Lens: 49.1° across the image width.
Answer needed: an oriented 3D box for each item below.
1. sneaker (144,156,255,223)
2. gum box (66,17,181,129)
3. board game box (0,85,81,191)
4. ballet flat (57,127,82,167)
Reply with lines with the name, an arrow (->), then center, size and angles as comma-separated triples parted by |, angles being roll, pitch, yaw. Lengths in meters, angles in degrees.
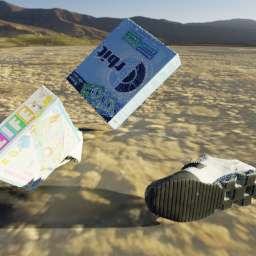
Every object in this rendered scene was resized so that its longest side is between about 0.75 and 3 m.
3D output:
sneaker -> 1.158, 0.909, 4.606 | 2.113, 0.783, 0.935 | -2, 23, -20
gum box -> -0.211, -1.724, 8.566 | 2.351, 2.767, 0.616 | 45, 0, 28
board game box -> -1.454, 0.297, 4.464 | 0.336, 1.965, 1.321 | 39, 75, 12
ballet flat -> -2.085, 0.547, 5.465 | 2.680, 0.931, 0.931 | -7, 20, -34
